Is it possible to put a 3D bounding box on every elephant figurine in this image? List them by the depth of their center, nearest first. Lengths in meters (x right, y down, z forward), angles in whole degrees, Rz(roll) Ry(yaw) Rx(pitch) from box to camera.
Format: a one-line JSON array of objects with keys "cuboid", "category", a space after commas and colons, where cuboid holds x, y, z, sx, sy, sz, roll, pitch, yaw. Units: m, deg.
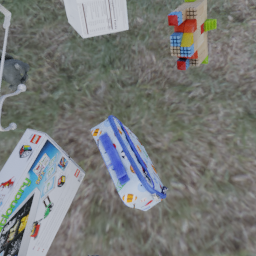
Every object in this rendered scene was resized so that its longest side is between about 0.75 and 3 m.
[{"cuboid": [-2.921, -1.346, 6.384, 1.146, 0.889, 0.811, 22, 28, -5], "category": "elephant figurine"}]

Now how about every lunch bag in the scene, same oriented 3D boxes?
[{"cuboid": [0.034, 0.689, 5.343, 0.690, 1.463, 1.826, -34, 60, 6], "category": "lunch bag"}]

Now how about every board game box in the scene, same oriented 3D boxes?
[{"cuboid": [-1.875, 1.685, 4.962, 0.497, 1.813, 2.872, 14, 64, 24], "category": "board game box"}]

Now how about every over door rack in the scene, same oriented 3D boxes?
[{"cuboid": [-3.107, -1.133, 5.828, 1.833, 0.827, 2.482, -3, 89, 20], "category": "over door rack"}]

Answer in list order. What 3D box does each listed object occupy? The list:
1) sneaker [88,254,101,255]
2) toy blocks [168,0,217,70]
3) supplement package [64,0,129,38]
[{"cuboid": [-0.656, 2.935, 5.632, 0.851, 0.324, 0.615, 21, 88, 53], "category": "sneaker"}, {"cuboid": [1.488, -2.208, 6.864, 0.959, 1.918, 1.311, 12, 43, 31], "category": "toy blocks"}, {"cuboid": [-0.920, -3.337, 6.885, 1.154, 1.621, 2.082, -16, 34, -14], "category": "supplement package"}]
